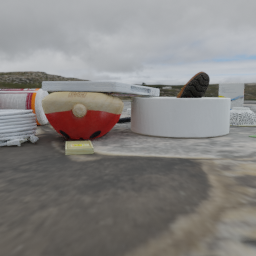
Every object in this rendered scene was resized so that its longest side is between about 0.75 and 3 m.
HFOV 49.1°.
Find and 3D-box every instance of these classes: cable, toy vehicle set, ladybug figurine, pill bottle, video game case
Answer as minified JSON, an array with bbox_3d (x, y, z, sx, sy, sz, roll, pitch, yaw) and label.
[{"bbox_3d":[-3.169,-0.056,6.420,2.069,0.716,2.069,-3,8,-21],"label":"cable"},{"bbox_3d":[-0.952,0.375,5.441,0.507,0.108,0.817,-1,7,-11],"label":"toy vehicle set"},{"bbox_3d":[-1.131,-0.347,7.141,2.033,1.078,2.995,2,5,-1],"label":"ladybug figurine"},{"bbox_3d":[-3.983,-0.734,9.771,2.292,1.256,1.256,0,7,3],"label":"pill bottle"},{"bbox_3d":[-0.595,-1.090,7.986,2.143,0.270,2.993,5,6,25],"label":"video game case"}]

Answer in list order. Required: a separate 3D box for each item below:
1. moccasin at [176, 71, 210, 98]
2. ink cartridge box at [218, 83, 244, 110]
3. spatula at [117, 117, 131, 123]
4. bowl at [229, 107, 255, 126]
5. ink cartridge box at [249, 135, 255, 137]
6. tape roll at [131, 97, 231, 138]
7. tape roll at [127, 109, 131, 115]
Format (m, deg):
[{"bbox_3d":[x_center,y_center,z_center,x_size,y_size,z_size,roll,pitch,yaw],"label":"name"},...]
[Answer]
[{"bbox_3d":[1.684,-0.832,7.979,0.633,1.732,0.668,25,19,-9],"label":"moccasin"},{"bbox_3d":[5.138,-1.441,13.979,1.170,1.618,1.191,3,7,21],"label":"ink cartridge box"},{"bbox_3d":[-0.882,-0.323,10.367,2.660,0.273,0.752,2,-1,-7],"label":"spatula"},{"bbox_3d":[4.004,-0.425,9.960,1.279,0.600,1.279,0,8,0],"label":"bowl"},{"bbox_3d":[4.105,-0.071,7.182,1.919,0.569,0.996,-4,8,-31],"label":"ink cartridge box"},{"bbox_3d":[1.454,-0.398,8.084,2.829,0.989,2.829,0,8,0],"label":"tape roll"},{"bbox_3d":[0.368,-0.847,14.609,0.844,0.295,0.844,0,7,0],"label":"tape roll"}]
